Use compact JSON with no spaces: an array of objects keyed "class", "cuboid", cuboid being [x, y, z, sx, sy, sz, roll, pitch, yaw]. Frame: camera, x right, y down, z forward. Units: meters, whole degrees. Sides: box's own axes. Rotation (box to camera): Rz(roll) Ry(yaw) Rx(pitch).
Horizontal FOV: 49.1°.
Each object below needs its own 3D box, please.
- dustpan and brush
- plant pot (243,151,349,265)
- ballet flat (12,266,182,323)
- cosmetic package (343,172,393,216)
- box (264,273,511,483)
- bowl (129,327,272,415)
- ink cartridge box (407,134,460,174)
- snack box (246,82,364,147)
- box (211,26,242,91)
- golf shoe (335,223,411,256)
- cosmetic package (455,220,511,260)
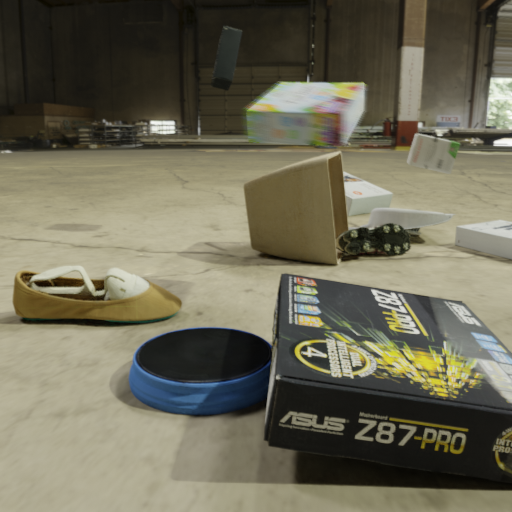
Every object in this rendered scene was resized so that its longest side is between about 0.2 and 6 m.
[{"class":"dustpan and brush","cuboid":[2.945,-0.720,13.127,2.753,0.788,1.921,5,3,-7]},{"class":"plant pot","cuboid":[0.834,-0.971,11.521,1.805,2.036,2.038,-4,12,16]},{"class":"ballet flat","cuboid":[-2.212,0.509,7.724,2.335,0.736,0.802,-1,25,-3]},{"class":"cosmetic package","cuboid":[2.649,-1.965,17.058,1.788,0.613,2.371,-13,32,-36]},{"class":"box","cuboid":[1.273,1.000,5.496,2.268,0.691,2.814,11,15,2]},{"class":"bowl","cuboid":[-0.547,1.166,6.015,1.619,0.318,1.619,0,14,0]},{"class":"ink cartridge box","cuboid":[3.993,-2.323,12.689,0.974,0.712,0.411,14,17,2]},{"class":"snack box","cuboid":[0.776,-2.104,8.137,1.339,0.499,1.883,4,29,17]},{"class":"box","cuboid":[-0.714,-4.655,13.256,0.478,1.213,0.856,11,1,-7]},{"class":"golf shoe","cuboid":[2.372,-0.326,11.432,1.685,0.650,0.742,1,-4,-23]},{"class":"cosmetic package","cuboid":[5.389,-0.326,11.731,1.416,0.485,1.878,-10,17,-27]}]
